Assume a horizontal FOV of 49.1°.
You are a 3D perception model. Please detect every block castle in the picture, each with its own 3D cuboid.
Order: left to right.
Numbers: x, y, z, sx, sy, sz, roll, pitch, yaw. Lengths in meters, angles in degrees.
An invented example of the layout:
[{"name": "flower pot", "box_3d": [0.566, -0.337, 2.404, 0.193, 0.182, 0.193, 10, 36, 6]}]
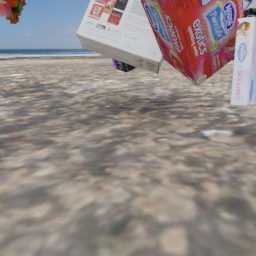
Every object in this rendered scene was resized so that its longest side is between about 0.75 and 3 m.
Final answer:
[{"name": "block castle", "box_3d": [-2.928, -2.661, 5.803, 1.342, 0.942, 2.009, -4, 30, -7]}]

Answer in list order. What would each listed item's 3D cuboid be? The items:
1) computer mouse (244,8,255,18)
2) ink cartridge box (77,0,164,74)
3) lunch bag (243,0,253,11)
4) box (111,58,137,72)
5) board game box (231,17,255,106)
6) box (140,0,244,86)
[{"name": "computer mouse", "box_3d": [2.212, -2.712, 6.572, 2.885, 0.491, 0.846, 10, 56, 18]}, {"name": "ink cartridge box", "box_3d": [0.133, -3.288, 8.703, 2.643, 2.320, 1.108, 21, -6, 5]}, {"name": "lunch bag", "box_3d": [3.250, -3.888, 8.322, 0.850, 1.000, 0.619, 36, 16, -7]}, {"name": "box", "box_3d": [0.482, -3.303, 10.787, 2.367, 1.447, 1.255, -28, 26, -11]}, {"name": "board game box", "box_3d": [2.268, -1.124, 5.100, 0.292, 1.417, 1.414, 7, 8, 36]}, {"name": "box", "box_3d": [1.157, -2.284, 5.183, 1.360, 2.728, 1.302, -37, 50, 0]}]
